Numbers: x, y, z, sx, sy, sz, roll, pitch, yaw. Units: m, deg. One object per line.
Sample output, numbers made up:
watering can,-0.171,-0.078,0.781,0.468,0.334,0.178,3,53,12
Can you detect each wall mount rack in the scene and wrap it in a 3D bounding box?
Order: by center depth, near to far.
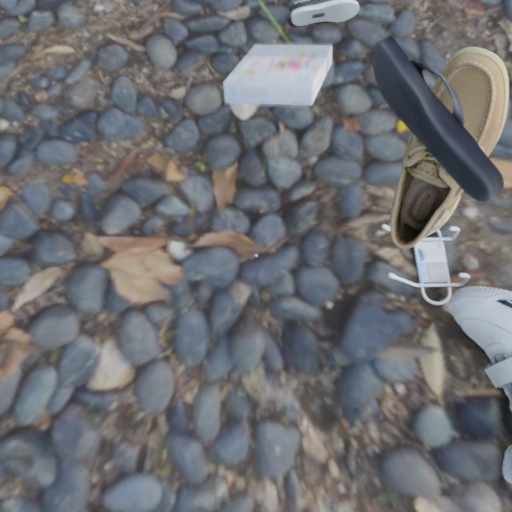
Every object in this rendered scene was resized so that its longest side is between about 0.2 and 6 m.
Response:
wall mount rack,2.943,0.014,9.940,1.435,0.616,1.652,-1,63,0

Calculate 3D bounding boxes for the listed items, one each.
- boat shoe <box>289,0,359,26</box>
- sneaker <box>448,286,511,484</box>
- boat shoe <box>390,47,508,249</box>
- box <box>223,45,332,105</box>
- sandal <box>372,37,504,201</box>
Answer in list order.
boat shoe,1.547,-5.694,12.813,1.582,0.559,0.504,-7,65,-2
sneaker,4.162,2.149,8.439,3.638,1.367,2.091,40,67,14
boat shoe,2.515,-1.287,7.531,1.025,2.876,0.928,27,46,23
box,0.432,-3.201,9.793,1.516,0.400,1.945,6,40,15
sandal,2.204,-1.681,6.778,0.490,0.870,2.287,-40,95,-3
